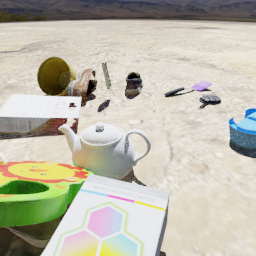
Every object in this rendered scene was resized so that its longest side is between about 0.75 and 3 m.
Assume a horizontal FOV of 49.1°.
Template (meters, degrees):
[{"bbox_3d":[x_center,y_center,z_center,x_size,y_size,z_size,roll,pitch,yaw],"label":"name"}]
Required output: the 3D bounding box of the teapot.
[{"bbox_3d":[-0.610,0.463,7.199,1.789,1.307,1.766,-18,34,-26],"label":"teapot"}]

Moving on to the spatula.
[{"bbox_3d":[2.779,-1.834,13.160,2.647,0.272,0.748,-15,28,-27],"label":"spatula"}]

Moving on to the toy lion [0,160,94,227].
[{"bbox_3d":[-1.951,1.096,5.418,2.829,1.013,2.951,7,3,-26],"label":"toy lion"}]

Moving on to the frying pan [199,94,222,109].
[{"bbox_3d":[3.299,-1.192,11.932,1.586,0.258,0.960,-13,28,-31],"label":"frying pan"}]

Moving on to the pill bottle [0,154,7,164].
[{"bbox_3d":[-3.540,1.108,6.737,1.196,0.655,0.655,-20,32,-34],"label":"pill bottle"}]

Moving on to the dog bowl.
[{"bbox_3d":[4.185,-0.023,9.128,2.339,0.580,1.304,-22,34,-38],"label":"dog bowl"}]

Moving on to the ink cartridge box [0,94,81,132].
[{"bbox_3d":[-3.152,-0.564,10.303,2.722,0.777,2.212,5,25,-9],"label":"ink cartridge box"}]

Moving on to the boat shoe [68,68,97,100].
[{"bbox_3d":[-1.852,-1.945,12.725,0.948,1.000,2.640,8,36,9],"label":"boat shoe"}]

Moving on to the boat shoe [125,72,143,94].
[{"bbox_3d":[0.300,-2.345,13.600,0.872,0.786,2.425,3,26,6],"label":"boat shoe"}]

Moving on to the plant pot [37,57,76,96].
[{"bbox_3d":[-3.048,-2.264,12.776,1.727,1.727,1.226,10,5,19],"label":"plant pot"}]

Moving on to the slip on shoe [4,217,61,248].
[{"bbox_3d":[-2.398,1.594,5.656,2.408,0.730,0.916,15,30,27],"label":"slip on shoe"}]

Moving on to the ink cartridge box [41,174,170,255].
[{"bbox_3d":[-0.413,2.083,4.079,1.527,0.872,2.941,9,36,15],"label":"ink cartridge box"}]

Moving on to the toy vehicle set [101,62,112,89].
[{"bbox_3d":[-0.911,-2.246,11.921,0.148,1.118,0.694,-11,17,5],"label":"toy vehicle set"}]
